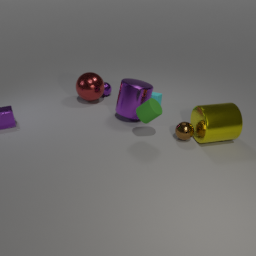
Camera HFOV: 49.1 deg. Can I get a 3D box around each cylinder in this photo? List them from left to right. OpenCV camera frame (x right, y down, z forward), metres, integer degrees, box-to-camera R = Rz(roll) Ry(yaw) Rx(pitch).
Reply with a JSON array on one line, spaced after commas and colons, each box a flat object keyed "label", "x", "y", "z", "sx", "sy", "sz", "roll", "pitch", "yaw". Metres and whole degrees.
[{"label": "cylinder", "x": 0.263, "y": -1.267, "z": 12.053, "sx": 1.400, "sy": 1.400, "sz": 1.400, "roll": 11, "pitch": 22, "yaw": -5}, {"label": "cylinder", "x": 0.770, "y": -0.620, "z": 10.176, "sx": 0.700, "sy": 0.700, "sz": 0.700, "roll": -34, "pitch": 11, "yaw": 33}, {"label": "cylinder", "x": 3.235, "y": -0.195, "z": 10.375, "sx": 1.400, "sy": 1.400, "sz": 1.400, "roll": -6, "pitch": 29, "yaw": -11}]

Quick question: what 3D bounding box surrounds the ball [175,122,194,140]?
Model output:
[{"label": "ball", "x": 2.116, "y": 0.107, "z": 10.481, "sx": 0.700, "sy": 0.700, "sz": 0.700, "roll": 0, "pitch": 29, "yaw": 0}]

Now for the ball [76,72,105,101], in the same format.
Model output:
[{"label": "ball", "x": -1.825, "y": -1.993, "z": 13.550, "sx": 1.400, "sy": 1.400, "sz": 1.400, "roll": 0, "pitch": 29, "yaw": 0}]

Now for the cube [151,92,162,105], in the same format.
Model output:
[{"label": "cube", "x": 1.111, "y": -1.252, "z": 12.888, "sx": 0.700, "sy": 0.700, "sz": 0.700, "roll": 13, "pitch": 19, "yaw": 21}]

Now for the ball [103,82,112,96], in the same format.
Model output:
[{"label": "ball", "x": -1.187, "y": -2.006, "z": 14.406, "sx": 0.700, "sy": 0.700, "sz": 0.700, "roll": 0, "pitch": 29, "yaw": 0}]

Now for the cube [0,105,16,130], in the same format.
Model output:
[{"label": "cube", "x": -5.077, "y": -0.431, "z": 11.539, "sx": 0.700, "sy": 0.700, "sz": 0.700, "roll": -13, "pitch": 32, "yaw": -21}]
